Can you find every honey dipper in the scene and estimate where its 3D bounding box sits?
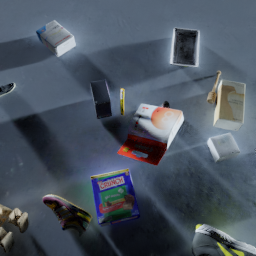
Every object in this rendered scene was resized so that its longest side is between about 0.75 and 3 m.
[{"bbox_3d":[3.588,-1.720,11.529,0.325,0.325,1.713,19,59,10],"label":"honey dipper"}]

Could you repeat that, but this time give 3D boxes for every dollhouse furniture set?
[{"bbox_3d":[-4.415,3.312,8.441,1.953,1.383,2.126,21,42,11],"label":"dollhouse furniture set"}]

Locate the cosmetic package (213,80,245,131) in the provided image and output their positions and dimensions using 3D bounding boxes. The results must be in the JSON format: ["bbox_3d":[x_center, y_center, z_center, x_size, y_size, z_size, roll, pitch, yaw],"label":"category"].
[{"bbox_3d":[3.929,-0.884,10.826,0.979,0.662,1.862,11,62,6],"label":"cosmetic package"}]

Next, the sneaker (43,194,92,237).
[{"bbox_3d":[-2.048,2.742,8.829,1.751,0.656,0.789,21,57,12],"label":"sneaker"}]

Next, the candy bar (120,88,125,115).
[{"bbox_3d":[-0.214,-0.999,10.744,0.116,1.043,0.260,-6,15,-27],"label":"candy bar"}]

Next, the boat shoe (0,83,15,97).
[{"bbox_3d":[-5.062,-1.578,11.419,0.980,0.305,0.366,-34,64,-19],"label":"boat shoe"}]

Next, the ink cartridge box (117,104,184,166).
[{"bbox_3d":[0.739,0.143,9.981,1.761,0.544,2.171,14,55,34],"label":"ink cartridge box"}]

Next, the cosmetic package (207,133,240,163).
[{"bbox_3d":[3.410,0.704,10.045,0.819,0.503,0.816,-15,62,-6],"label":"cosmetic package"}]

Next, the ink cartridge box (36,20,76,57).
[{"bbox_3d":[-3.219,-4.014,12.577,1.057,0.619,1.462,-40,67,-19],"label":"ink cartridge box"}]

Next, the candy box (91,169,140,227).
[{"bbox_3d":[-0.420,2.244,9.131,1.330,0.606,1.573,-12,61,-5],"label":"candy box"}]

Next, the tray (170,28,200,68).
[{"bbox_3d":[2.556,-3.573,12.549,1.217,0.251,2.267,7,62,5],"label":"tray"}]

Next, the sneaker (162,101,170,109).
[{"bbox_3d":[1.464,-0.802,10.883,0.317,0.484,0.838,11,62,6],"label":"sneaker"}]

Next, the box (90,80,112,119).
[{"bbox_3d":[-1.019,-1.088,10.718,0.651,1.048,1.057,-12,62,-6],"label":"box"}]

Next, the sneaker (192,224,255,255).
[{"bbox_3d":[3.052,3.821,8.190,2.527,0.941,1.069,22,69,22],"label":"sneaker"}]
